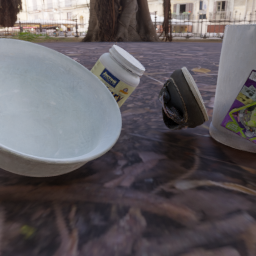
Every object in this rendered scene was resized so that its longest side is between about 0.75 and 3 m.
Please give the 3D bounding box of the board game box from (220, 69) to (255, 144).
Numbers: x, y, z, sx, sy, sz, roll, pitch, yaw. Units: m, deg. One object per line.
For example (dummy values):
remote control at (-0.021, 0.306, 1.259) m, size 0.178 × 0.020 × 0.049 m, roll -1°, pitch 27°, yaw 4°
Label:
board game box at (2.754, -0.089, 4.835) m, size 1.914 × 1.149 × 0.309 m, roll 31°, pitch 3°, yaw 17°

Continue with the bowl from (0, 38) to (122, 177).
bowl at (-1.668, -0.183, 5.013) m, size 2.927 × 1.316 × 2.927 m, roll 22°, pitch 37°, yaw -18°

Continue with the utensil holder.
utensil holder at (2.991, -0.944, 6.128) m, size 2.087 × 2.456 × 2.087 m, roll 2°, pitch 18°, yaw -1°

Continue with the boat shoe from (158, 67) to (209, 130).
boat shoe at (1.025, -0.362, 5.706) m, size 0.849 × 0.995 × 2.978 m, roll -26°, pitch -11°, yaw 9°

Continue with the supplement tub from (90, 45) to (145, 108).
supplement tub at (-0.476, -1.218, 7.578) m, size 1.247 × 1.720 × 1.247 m, roll 34°, pitch 20°, yaw -15°
